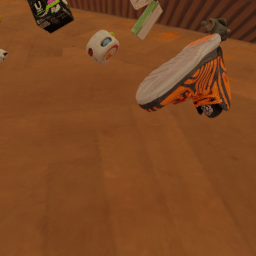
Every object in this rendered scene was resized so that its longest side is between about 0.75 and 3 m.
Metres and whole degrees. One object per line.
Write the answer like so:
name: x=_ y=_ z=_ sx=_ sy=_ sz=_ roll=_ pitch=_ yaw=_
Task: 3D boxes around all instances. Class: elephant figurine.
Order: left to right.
elephant figurine: x=3.026 y=-3.532 z=9.789 sx=0.859 sy=1.107 sz=0.783 roll=-22 pitch=-12 yaw=27

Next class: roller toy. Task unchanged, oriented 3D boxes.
roller toy: x=-0.637 y=-2.051 z=7.254 sx=0.594 sy=0.850 sz=0.776 roll=43 pitch=25 yaw=7

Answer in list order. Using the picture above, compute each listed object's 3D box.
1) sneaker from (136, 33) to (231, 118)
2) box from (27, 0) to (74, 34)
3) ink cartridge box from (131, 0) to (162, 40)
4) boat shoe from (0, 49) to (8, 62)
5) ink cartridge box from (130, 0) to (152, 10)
sneaker: x=1.095 y=-0.581 z=4.478 sx=0.854 sy=1.234 sz=2.203 roll=-4 pitch=29 yaw=50
box: x=-2.359 y=-3.683 z=8.346 sx=0.934 sy=1.258 sz=0.782 roll=-24 pitch=-6 yaw=13
ink cartridge box: x=0.593 y=-3.690 z=9.511 sx=0.416 sy=1.261 sz=1.733 roll=38 pitch=16 yaw=4
boat shoe: x=-3.362 y=-1.848 z=7.355 sx=0.252 sy=0.276 sz=0.767 roll=11 pitch=30 yaw=-9
ink cartridge box: x=0.357 y=-5.053 z=9.371 sx=0.700 sy=1.636 sz=1.207 roll=-37 pitch=12 yaw=-28
